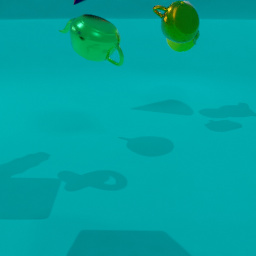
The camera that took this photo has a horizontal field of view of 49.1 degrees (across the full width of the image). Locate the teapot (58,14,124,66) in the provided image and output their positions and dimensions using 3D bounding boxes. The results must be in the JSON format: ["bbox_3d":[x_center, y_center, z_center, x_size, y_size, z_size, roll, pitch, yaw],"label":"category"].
[{"bbox_3d":[-0.733,-1.761,5.604,1.639,0.803,1.019,36,38,12],"label":"teapot"}]

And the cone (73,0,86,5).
[{"bbox_3d":[-0.970,-3.929,7.532,1.550,1.556,1.550,40,6,-5],"label":"cone"}]

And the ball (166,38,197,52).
[{"bbox_3d":[1.442,-2.456,7.508,0.822,0.822,0.822,0,23,0],"label":"ball"}]

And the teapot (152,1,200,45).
[{"bbox_3d":[1.214,-2.420,6.601,1.507,0.937,0.738,27,-8,-22],"label":"teapot"}]
